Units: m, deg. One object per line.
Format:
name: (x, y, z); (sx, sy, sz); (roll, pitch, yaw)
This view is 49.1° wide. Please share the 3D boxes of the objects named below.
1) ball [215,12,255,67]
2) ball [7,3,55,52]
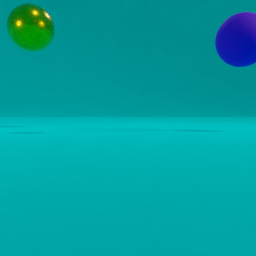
ball: (2.315, -1.774, 5.658); (1.060, 1.060, 1.060); (0, 2, 0)
ball: (-2.721, -2.809, 7.883); (1.277, 1.277, 1.277); (0, 2, 0)
